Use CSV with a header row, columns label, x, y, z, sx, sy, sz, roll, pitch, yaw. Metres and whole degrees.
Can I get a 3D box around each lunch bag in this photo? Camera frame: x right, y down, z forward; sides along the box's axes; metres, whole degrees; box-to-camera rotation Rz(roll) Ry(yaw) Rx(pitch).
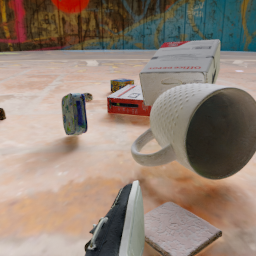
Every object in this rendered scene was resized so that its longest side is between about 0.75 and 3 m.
label,x,y,z,sx,sy,sz,roll,pitch,yaw
lunch bag,-1.615,-0.404,8.507,0.520,1.261,1.014,-5,-4,-32

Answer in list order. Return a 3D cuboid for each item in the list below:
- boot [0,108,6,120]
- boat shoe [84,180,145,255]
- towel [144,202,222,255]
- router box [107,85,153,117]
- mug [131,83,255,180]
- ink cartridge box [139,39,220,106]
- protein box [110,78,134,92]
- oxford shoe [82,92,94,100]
label,x,y,z,sx,sy,sz,roll,pitch,yaw
boot,-5.109,-0.534,10.322,1.173,0.443,0.432,-2,21,-4
boat shoe,-0.209,1.531,3.568,0.754,0.946,2.501,-8,19,10
towel,0.745,1.641,4.504,1.063,0.179,1.113,-16,25,-37
router box,0.753,-1.203,11.838,2.474,0.673,2.756,7,20,18
mug,1.289,0.062,6.701,2.687,1.984,2.356,-30,22,-12
ink cartridge box,1.923,-1.973,9.770,2.164,1.256,2.999,4,35,24
protein box,-0.308,-2.260,14.942,0.917,0.623,0.923,17,26,41
oxford shoe,-2.038,-1.567,13.465,0.403,0.309,1.072,-21,26,-39
